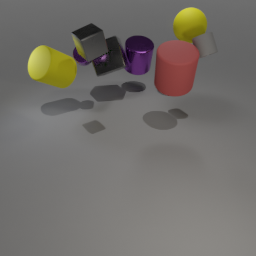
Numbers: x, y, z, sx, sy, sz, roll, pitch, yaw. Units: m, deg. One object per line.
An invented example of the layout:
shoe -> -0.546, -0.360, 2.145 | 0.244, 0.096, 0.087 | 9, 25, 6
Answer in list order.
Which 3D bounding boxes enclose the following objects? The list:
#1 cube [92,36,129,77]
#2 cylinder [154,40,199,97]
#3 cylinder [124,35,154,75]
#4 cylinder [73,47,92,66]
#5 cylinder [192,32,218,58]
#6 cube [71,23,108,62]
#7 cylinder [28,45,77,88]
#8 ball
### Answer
cube -> -0.880, -3.274, 12.874 | 1.400, 1.400, 1.400 | -17, 11, 10
cylinder -> 1.644, -2.055, 9.687 | 1.400, 1.400, 1.400 | 0, 49, 0
cylinder -> 0.504, -3.589, 13.860 | 1.400, 1.400, 1.400 | 3, 52, -4
cylinder -> -1.773, -2.851, 11.022 | 0.700, 0.700, 0.700 | -1, 3, -2
cylinder -> 2.612, -2.805, 9.514 | 0.700, 0.700, 0.700 | -18, 8, 3
cube -> -1.090, -2.458, 8.035 | 0.700, 0.700, 0.700 | -31, 47, -16
cylinder -> -3.044, -2.440, 11.357 | 1.400, 1.400, 1.400 | 22, 6, 33
ball -> 2.596, -4.284, 11.743 | 1.400, 1.400, 1.400 | 0, 30, 0
